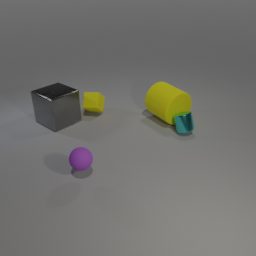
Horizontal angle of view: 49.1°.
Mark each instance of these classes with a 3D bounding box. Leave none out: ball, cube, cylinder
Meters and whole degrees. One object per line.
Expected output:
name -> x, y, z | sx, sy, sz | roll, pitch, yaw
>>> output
ball -> -1.389, 0.910, 8.260 | 0.700, 0.700, 0.700 | 0, 29, 0
cube -> -2.944, -0.905, 11.594 | 1.400, 1.400, 1.400 | 23, 37, 35
cylinder -> 1.655, -1.043, 11.625 | 1.400, 1.400, 1.400 | -18, 36, -29
cube -> -1.495, -1.124, 12.222 | 0.700, 0.700, 0.700 | 2, -10, 17
cylinder -> 2.180, -0.224, 10.869 | 0.700, 0.700, 0.700 | -14, 11, 3
